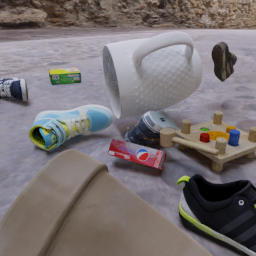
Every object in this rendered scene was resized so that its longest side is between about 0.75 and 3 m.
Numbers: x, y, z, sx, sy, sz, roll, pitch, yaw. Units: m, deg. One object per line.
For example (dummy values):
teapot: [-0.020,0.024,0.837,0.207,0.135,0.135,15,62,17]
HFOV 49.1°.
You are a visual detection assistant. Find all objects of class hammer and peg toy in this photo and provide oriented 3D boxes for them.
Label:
hammer and peg toy: [1.967,0.364,6.777,2.286,0.806,1.681,-14,29,-29]

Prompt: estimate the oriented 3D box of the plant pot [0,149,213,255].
plant pot: [-0.175,1.549,2.884,1.881,2.167,2.167,21,28,8]

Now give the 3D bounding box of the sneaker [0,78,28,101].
sneaker: [-4.727,-1.503,10.862,1.317,0.851,2.428,-9,18,-30]

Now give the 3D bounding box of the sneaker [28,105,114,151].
sneaker: [-1.521,0.042,7.422,2.267,0.902,1.480,-8,21,4]

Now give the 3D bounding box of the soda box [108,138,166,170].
soda box: [0.208,0.591,6.378,1.256,0.398,0.440,14,-8,20]

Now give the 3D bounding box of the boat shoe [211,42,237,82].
boat shoe: [3.254,-2.299,9.411,0.647,1.764,0.657,-32,60,0]

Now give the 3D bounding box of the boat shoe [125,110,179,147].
boat shoe: [0.662,0.057,7.564,0.741,0.951,2.094,56,21,17]

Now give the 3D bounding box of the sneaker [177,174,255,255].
sneaker: [1.886,1.349,4.242,2.473,1.024,0.887,12,26,25]

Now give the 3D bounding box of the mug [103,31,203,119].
mug: [0.756,-1.612,7.632,2.479,2.087,2.827,-12,-16,-11]

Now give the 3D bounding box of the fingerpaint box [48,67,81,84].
fingerpaint box: [-3.096,-2.554,13.678,1.429,0.524,1.192,-7,26,-18]
